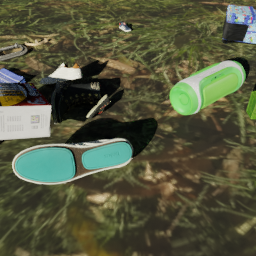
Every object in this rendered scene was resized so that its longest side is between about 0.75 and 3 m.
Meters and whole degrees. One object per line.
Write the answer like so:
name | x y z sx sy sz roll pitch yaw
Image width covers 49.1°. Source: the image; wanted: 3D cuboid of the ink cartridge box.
ink cartridge box | -3.246 -0.515 7.412 1.886 0.901 2.148 -5 25 -30

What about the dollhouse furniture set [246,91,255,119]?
dollhouse furniture set | 4.248 -0.359 8.137 0.985 0.755 1.504 -1 41 -1

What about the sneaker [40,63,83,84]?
sneaker | -2.385 -1.916 9.841 1.532 0.649 0.558 -11 10 5

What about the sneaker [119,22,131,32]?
sneaker | -0.154 -5.049 13.895 0.300 0.339 0.801 -32 50 -31

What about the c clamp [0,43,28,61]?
c clamp | -5.228 -3.309 11.960 1.718 0.233 1.468 -21 45 -22

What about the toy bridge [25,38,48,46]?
toy bridge | -4.125 -3.867 12.680 1.004 0.137 0.337 -17 46 -19

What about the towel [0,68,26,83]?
towel | -4.825 -1.513 9.880 1.449 0.239 2.002 27 48 29

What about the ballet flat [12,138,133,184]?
ballet flat | -1.282 0.742 6.870 2.813 0.977 0.977 -8 41 -14

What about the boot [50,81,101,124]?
boot | -1.599 -0.886 8.793 1.466 0.701 1.941 -1 40 -4

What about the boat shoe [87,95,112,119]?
boat shoe | -0.886 -0.613 8.719 1.012 0.317 0.370 -49 18 -29

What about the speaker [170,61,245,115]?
speaker | 2.587 -1.332 8.983 2.601 1.150 1.150 -27 47 -28

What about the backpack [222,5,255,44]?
backpack | 5.391 -4.586 12.579 2.060 1.386 1.881 12 42 12
